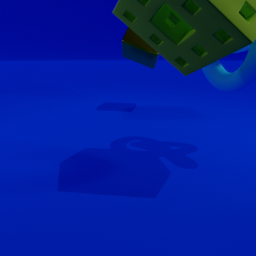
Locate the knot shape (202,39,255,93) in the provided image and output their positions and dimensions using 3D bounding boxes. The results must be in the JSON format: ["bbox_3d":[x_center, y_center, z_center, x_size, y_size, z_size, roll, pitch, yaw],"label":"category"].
[{"bbox_3d":[1.682,-1.737,4.603,2.042,1.911,0.943,42,4,34],"label":"knot shape"}]

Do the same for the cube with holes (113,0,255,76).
[{"bbox_3d":[0.885,-1.727,3.422,1.354,1.354,1.354,38,-14,-11],"label":"cube with holes"}]

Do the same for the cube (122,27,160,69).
[{"bbox_3d":[0.582,-2.911,9.297,1.229,1.229,1.229,23,-8,3],"label":"cube"}]
